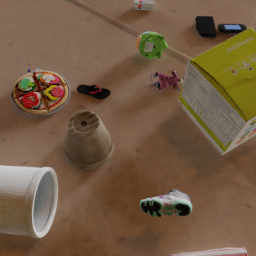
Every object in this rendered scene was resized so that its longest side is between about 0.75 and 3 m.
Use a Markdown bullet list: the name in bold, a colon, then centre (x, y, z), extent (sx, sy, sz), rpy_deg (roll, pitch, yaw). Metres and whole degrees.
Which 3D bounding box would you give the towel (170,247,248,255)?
- **towel**: centre (1.949, 3.924, 5.947), extent (1.820, 0.372, 2.487), rpy_deg (-5, 55, 0)

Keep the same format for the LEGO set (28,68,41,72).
- **LEGO set**: centre (-3.189, -1.771, 9.987), extent (1.024, 0.251, 0.765), rpy_deg (19, 52, 4)

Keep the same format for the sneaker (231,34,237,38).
- **sneaker**: centre (4.179, -3.101, 10.513), extent (0.645, 0.770, 1.740), rpy_deg (9, 55, 8)

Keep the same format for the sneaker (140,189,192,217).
- **sneaker**: centre (0.809, 1.532, 5.906), extent (1.050, 0.408, 0.735), rpy_deg (3, 16, 12)

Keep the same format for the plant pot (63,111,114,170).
- **plant pot**: centre (-1.174, 0.230, 7.899), extent (1.483, 1.287, 1.483), rpy_deg (-1, 55, 1)

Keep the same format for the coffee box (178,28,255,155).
- **coffee box**: centre (3.081, -0.991, 7.947), extent (2.227, 2.205, 2.230), rpy_deg (-30, 66, -12)

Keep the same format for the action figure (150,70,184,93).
- **action figure**: centre (1.444, -1.590, 9.705), extent (1.138, 0.847, 0.762), rpy_deg (-4, 98, -19)

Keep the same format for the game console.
- **game console**: centre (3.839, -4.183, 11.560), extent (2.036, 0.245, 1.201), rpy_deg (1, 56, 0)

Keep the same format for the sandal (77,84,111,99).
- **sandal**: centre (-1.184, -1.289, 9.549), extent (1.206, 0.272, 0.453), rpy_deg (13, 57, 9)

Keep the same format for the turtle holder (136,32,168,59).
- **turtle holder**: centre (0.893, -3.184, 10.450), extent (1.277, 0.971, 0.907), rpy_deg (-33, 45, -12)

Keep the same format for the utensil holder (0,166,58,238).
- **utensil holder**: centre (-2.863, 1.706, 6.702), extent (1.914, 1.626, 1.626), rpy_deg (2, 55, 4)

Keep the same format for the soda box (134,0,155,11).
- **soda box**: centre (0.705, -5.427, 12.372), extent (0.911, 0.310, 0.290), rpy_deg (4, 56, 2)

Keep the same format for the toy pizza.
- **toy pizza**: centre (-2.926, -1.260, 9.377), extent (1.938, 0.307, 1.938), rpy_deg (3, 58, -5)
